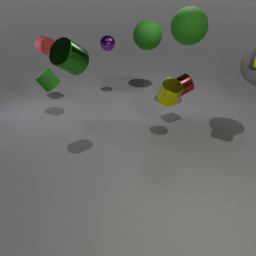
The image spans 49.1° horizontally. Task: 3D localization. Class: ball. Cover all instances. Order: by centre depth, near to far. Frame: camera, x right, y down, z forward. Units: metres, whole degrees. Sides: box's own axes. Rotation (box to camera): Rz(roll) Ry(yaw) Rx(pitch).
[{"bbox_3d":[4.296,-2.007,8.846,1.400,1.400,1.400,0,28,0],"label":"ball"},{"bbox_3d":[2.336,-3.878,10.661,1.400,1.400,1.400,0,28,0],"label":"ball"},{"bbox_3d":[-0.935,-3.871,12.795,0.700,0.700,0.700,0,28,0],"label":"ball"},{"bbox_3d":[0.953,-4.491,13.529,1.400,1.400,1.400,0,28,0],"label":"ball"}]

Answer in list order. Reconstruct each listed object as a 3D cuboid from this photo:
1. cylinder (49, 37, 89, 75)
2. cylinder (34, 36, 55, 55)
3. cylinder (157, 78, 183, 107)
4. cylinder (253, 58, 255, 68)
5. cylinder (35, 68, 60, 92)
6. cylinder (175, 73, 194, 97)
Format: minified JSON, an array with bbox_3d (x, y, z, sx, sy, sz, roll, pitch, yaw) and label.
[{"bbox_3d":[-1.415,-1.717,6.767,0.700,0.700,0.700,19,0,31],"label":"cylinder"},{"bbox_3d":[-3.510,-3.514,11.890,0.700,0.700,0.700,-20,32,-32],"label":"cylinder"},{"bbox_3d":[1.402,-1.195,9.373,0.700,0.700,0.700,6,55,-8],"label":"cylinder"},{"bbox_3d":[3.934,-1.935,7.716,0.700,0.700,0.700,23,35,22],"label":"cylinder"},{"bbox_3d":[-3.191,-1.909,11.153,0.700,0.700,0.700,-32,25,17],"label":"cylinder"},{"bbox_3d":[2.024,-1.599,10.580,0.700,0.700,0.700,-29,33,-4],"label":"cylinder"}]
